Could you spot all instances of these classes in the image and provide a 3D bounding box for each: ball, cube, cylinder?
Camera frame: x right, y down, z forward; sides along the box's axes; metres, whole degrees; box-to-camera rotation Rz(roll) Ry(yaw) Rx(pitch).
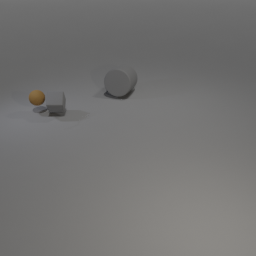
[{"bbox_3d":[-4.023,-1.333,12.382,0.700,0.700,0.700,0,28,0],"label":"ball"},{"bbox_3d":[-3.134,-1.135,12.226,0.700,0.700,0.700,0,66,-3],"label":"cube"},{"bbox_3d":[-0.345,-2.448,14.383,1.400,1.400,1.400,8,23,14],"label":"cylinder"}]
